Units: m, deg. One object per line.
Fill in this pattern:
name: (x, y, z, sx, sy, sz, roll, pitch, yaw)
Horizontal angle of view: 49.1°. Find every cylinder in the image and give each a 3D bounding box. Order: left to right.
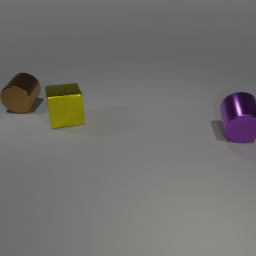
cylinder: (-4.898, -1.618, 12.878, 1.400, 1.400, 1.400, 2, 37, 3)
cylinder: (4.292, -0.405, 10.606, 1.400, 1.400, 1.400, 3, 44, 5)

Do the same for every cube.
cube: (-2.687, -0.979, 11.924, 1.400, 1.400, 1.400, -9, 30, -16)
